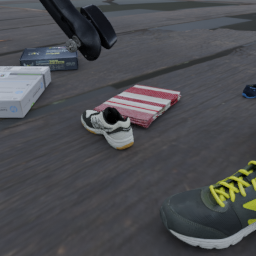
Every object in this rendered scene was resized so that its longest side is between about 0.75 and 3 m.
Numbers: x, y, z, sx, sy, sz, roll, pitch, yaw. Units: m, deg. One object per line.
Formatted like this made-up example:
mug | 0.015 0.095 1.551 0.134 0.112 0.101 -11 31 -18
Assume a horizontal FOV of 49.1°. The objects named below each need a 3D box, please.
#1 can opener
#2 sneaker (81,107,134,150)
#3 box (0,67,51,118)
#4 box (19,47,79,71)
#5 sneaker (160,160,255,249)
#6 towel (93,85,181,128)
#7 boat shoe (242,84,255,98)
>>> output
can opener | -1.306 -2.385 5.581 0.766 2.417 0.950 -28 19 54
sneaker | -0.520 -0.222 6.964 0.712 0.825 1.881 -26 37 -34
box | -3.980 -1.252 8.958 2.294 0.606 2.942 0 29 1
box | -3.294 -2.969 11.938 2.296 0.586 1.811 -6 32 -9
sneaker | 1.909 0.976 4.462 2.919 1.235 1.087 -7 30 -11
towel | 0.365 -0.752 8.452 1.760 0.278 2.444 15 31 28
boat shoe | 4.379 -1.301 9.187 1.324 0.454 0.557 -17 34 -27
